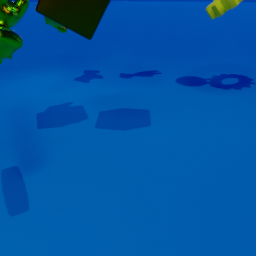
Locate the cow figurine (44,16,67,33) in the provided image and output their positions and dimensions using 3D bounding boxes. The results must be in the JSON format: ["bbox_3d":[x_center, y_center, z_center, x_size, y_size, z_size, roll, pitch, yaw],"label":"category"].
[{"bbox_3d":[-2.286,-3.948,8.916,1.482,1.506,0.827,33,-9,6],"label":"cow figurine"}]

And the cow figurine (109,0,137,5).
[{"bbox_3d":[-0.332,-4.439,8.582,1.474,1.498,0.822,14,25,-27],"label":"cow figurine"}]

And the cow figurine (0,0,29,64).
[{"bbox_3d":[-2.568,-2.110,5.512,1.474,1.450,0.809,36,12,29],"label":"cow figurine"}]

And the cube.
[{"bbox_3d":[-0.845,-2.356,4.868,1.018,1.018,1.018,24,32,-17],"label":"cube"}]

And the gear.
[{"bbox_3d":[3.129,-3.866,7.924,1.929,0.357,1.929,-38,14,11],"label":"gear"}]
